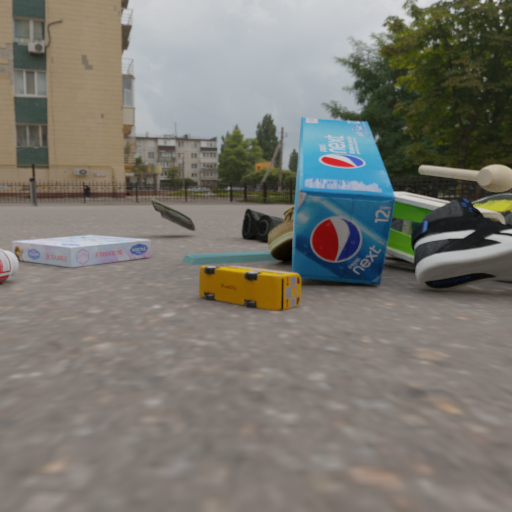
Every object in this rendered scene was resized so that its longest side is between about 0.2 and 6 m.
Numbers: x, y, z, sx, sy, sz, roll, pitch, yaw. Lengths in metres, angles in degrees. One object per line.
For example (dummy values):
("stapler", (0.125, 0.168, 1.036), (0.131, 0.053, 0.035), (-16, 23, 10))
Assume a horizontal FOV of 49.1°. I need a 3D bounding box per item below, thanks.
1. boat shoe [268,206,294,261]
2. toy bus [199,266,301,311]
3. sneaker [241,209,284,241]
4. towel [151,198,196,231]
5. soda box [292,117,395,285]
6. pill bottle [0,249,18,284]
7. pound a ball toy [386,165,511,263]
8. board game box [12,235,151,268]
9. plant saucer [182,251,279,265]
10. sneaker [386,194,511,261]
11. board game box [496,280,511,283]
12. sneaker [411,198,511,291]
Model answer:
("boat shoe", (0.918, -0.553, 9.952), (0.995, 0.892, 2.688), (-31, -10, 29))
("toy bus", (-0.104, 0.321, 6.044), (1.149, 0.374, 0.450), (6, 9, 41))
("sneaker", (0.282, -0.675, 13.861), (0.936, 0.783, 2.063), (8, 10, -25))
("towel", (-2.199, -1.050, 14.783), (1.212, 0.209, 1.167), (27, -9, 5))
("soda box", (1.175, -1.016, 8.356), (1.178, 1.245, 3.672), (5, 27, 4))
("pill bottle", (-3.418, 0.151, 7.098), (0.479, 0.479, 0.853), (1, 6, 9))
("pound a ball toy", (2.794, -0.621, 8.255), (1.009, 1.549, 2.376), (0, 13, -25))
("board game box", (-3.058, -0.109, 9.883), (1.702, 0.350, 1.698), (5, 8, 37))
("plant saucer", (-0.428, 0.030, 9.660), (1.608, 0.153, 0.562), (-4, 7, -22))
("sneaker", (3.410, -0.258, 9.521), (1.188, 1.045, 2.807), (29, -20, -38))
("board game box", (4.872, 0.069, 7.573), (2.952, 0.511, 1.864), (-5, 7, -35))
("sneaker", (2.881, -0.280, 6.678), (2.023, 0.739, 1.132), (-6, 49, 11))
